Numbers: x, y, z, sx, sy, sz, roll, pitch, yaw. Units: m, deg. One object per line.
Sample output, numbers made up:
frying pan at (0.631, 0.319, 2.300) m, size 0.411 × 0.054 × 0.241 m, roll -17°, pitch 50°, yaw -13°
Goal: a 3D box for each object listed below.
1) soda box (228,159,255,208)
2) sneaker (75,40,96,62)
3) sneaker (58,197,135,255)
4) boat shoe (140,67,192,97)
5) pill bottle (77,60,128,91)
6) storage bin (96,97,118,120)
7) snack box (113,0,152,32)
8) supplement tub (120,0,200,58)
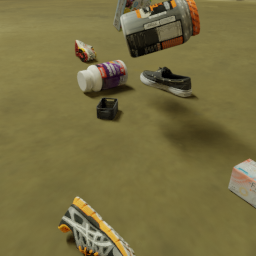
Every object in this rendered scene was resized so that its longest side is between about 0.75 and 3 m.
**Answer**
soda box at (2.852, 1.339, 5.384) m, size 0.567 × 0.610 × 1.784 m, roll -19°, pitch 35°, yaw -29°
sneaker at (-2.227, -3.953, 14.443) m, size 0.813 × 0.770 × 1.980 m, roll -10°, pitch 41°, yaw -25°
sneaker at (-0.503, 1.861, 4.613) m, size 1.654 × 0.647 × 0.639 m, roll 31°, pitch 69°, yaw 37°
boat shoe at (1.431, -1.956, 10.814) m, size 0.867 × 0.821 × 2.479 m, roll -21°, pitch 36°, yaw -31°
pill bottle at (-0.970, -1.954, 10.655) m, size 1.768 × 0.985 × 0.985 m, roll -20°, pitch 36°, yaw -30°
storage bin at (-0.654, -0.630, 8.989) m, size 0.559 × 0.387 × 0.826 m, roll 5°, pitch 31°, yaw 8°
snack box at (0.192, -3.806, 8.659) m, size 1.075 × 1.512 × 0.400 m, roll -28°, pitch 69°, yaw -28°
supplement tub at (0.813, -2.566, 7.145) m, size 1.845 × 1.130 × 1.130 m, roll -15°, pitch 30°, yaw 6°
